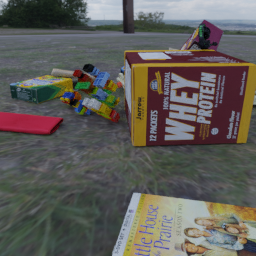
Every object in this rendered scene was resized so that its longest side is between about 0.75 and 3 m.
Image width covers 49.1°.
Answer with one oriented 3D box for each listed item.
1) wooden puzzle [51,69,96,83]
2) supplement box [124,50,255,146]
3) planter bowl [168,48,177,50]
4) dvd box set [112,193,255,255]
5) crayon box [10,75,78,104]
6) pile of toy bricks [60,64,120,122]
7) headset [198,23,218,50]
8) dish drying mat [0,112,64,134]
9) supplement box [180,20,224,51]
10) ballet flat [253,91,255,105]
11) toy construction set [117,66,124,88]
[{"bbox_3d":[-2.295,-2.173,12.087,1.917,0.479,2.070,6,12,-14],"label":"wooden puzzle"},{"bbox_3d":[1.380,-0.984,7.598,2.815,1.895,2.854,-1,22,-4],"label":"supplement box"},{"bbox_3d":[2.120,-2.435,11.621,1.108,1.646,1.646,7,23,4],"label":"planter bowl"},{"bbox_3d":[1.067,1.546,3.443,2.404,0.353,1.759,5,22,12],"label":"dvd box set"},{"bbox_3d":[-3.163,-1.575,10.830,1.401,0.575,2.228,12,25,28],"label":"crayon box"},{"bbox_3d":[-0.908,-0.990,8.791,1.386,1.557,2.807,31,-9,-33],"label":"pile of toy bricks"},{"bbox_3d":[2.313,-2.618,8.203,0.515,0.677,1.096,-1,-8,24],"label":"headset"},{"bbox_3d":[-3.086,-0.136,7.784,2.405,0.219,0.924,5,26,10],"label":"dish drying mat"},{"bbox_3d":[2.389,-2.700,9.948,0.826,1.928,1.064,29,65,-6],"label":"supplement box"},{"bbox_3d":[4.301,-1.059,9.470,1.970,0.684,0.684,-6,23,-16],"label":"ballet flat"},{"bbox_3d":[0.579,-2.090,11.554,2.547,1.173,1.670,-18,51,-23],"label":"toy construction set"}]
